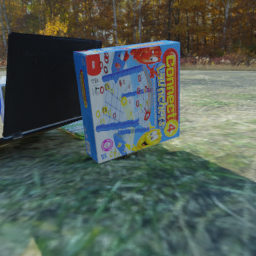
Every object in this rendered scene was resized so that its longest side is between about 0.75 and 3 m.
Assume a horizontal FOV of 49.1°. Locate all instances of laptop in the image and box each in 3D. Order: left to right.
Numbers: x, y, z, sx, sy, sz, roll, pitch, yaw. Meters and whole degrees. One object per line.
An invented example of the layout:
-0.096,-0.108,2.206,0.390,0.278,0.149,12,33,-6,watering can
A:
-1.957,-0.632,5.785,2.606,1.511,2.441,-16,3,32,laptop

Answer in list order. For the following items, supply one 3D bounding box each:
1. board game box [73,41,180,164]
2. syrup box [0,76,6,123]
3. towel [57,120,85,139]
0.083,-0.569,5.530,1.998,2.041,0.570,-16,25,-27,board game box
-2.204,-0.949,8.372,2.985,1.216,1.175,-7,21,-15,syrup box
-1.215,0.031,7.561,1.014,0.209,1.359,-14,21,-37,towel
